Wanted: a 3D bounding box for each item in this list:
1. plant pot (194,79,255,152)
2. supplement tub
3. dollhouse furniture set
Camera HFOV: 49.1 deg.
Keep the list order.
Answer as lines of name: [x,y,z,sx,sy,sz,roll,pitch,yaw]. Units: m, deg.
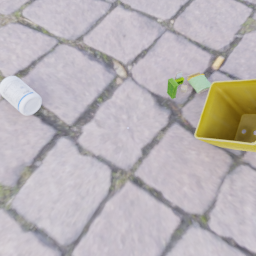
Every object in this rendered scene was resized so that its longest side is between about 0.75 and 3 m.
plant pot: [3.263,-0.168,7.863,1.809,1.595,1.808,6,71,50]
supplement tub: [-3.424,-1.029,8.945,1.216,0.802,0.802,38,70,22]
dollhouse furniture set: [2.024,-1.528,9.168,1.574,0.608,0.787,-21,55,-15]
